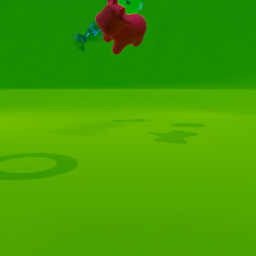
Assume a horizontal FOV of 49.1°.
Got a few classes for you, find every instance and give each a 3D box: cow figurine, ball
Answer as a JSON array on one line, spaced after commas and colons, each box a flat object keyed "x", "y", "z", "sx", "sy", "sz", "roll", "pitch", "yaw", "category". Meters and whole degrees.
[{"x": -1.374, "y": -3.427, "z": 10.555, "sx": 1.251, "sy": 0.698, "sz": 1.271, "roll": -33, "pitch": -6, "yaw": 39, "category": "cow figurine"}, {"x": -0.093, "y": -2.664, "z": 7.185, "sx": 1.643, "sy": 0.902, "sz": 1.617, "roll": -28, "pitch": -13, "yaw": -30, "category": "cow figurine"}, {"x": 0.014, "y": -4.245, "z": 9.252, "sx": 1.026, "sy": 1.026, "sz": 1.026, "roll": 0, "pitch": 9, "yaw": 0, "category": "ball"}]
